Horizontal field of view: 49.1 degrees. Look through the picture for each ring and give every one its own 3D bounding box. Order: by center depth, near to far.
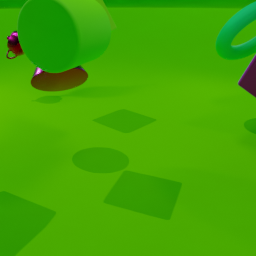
[{"bbox_3d":[3.116,-2.432,7.072,1.881,1.881,0.376,-11,64,-22],"label":"ring"}]

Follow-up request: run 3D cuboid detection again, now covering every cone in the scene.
[{"bbox_3d":[-1.541,-1.551,5.954,1.186,1.190,1.186,-12,-11,-3],"label":"cone"}]

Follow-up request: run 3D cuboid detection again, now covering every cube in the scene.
[{"bbox_3d":[3.189,-1.173,5.290,1.304,1.304,1.304,-41,71,-19],"label":"cube"},{"bbox_3d":[-1.325,-2.841,7.569,1.231,1.231,1.231,-12,22,50],"label":"cube"}]

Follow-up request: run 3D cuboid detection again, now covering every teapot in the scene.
[{"bbox_3d":[-3.690,-2.917,9.369,0.670,1.369,0.851,25,-1,-11],"label":"teapot"}]

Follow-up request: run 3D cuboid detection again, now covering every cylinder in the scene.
[{"bbox_3d":[-0.984,-1.545,4.527,1.096,1.096,1.096,10,26,19],"label":"cylinder"}]
